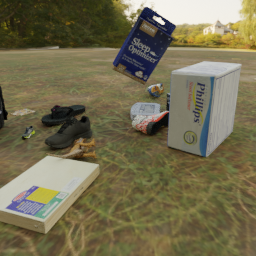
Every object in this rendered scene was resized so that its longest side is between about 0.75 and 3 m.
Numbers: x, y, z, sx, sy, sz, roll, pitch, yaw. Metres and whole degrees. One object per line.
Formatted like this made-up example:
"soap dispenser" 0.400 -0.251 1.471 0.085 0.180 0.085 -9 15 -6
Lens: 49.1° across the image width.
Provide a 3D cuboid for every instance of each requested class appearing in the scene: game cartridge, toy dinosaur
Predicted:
"game cartridge" 0.833 -0.772 13.353 1.400 0.437 2.102 -1 20 8
"toy dinosaur" -1.637 0.779 9.039 1.137 0.646 2.140 -9 7 7

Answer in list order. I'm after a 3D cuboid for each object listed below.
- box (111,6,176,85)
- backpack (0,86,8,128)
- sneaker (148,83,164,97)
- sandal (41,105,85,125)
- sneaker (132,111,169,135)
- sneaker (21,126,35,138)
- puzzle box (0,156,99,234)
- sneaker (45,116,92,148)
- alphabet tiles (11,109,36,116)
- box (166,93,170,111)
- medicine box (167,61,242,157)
"box" 0.737 -3.578 12.462 1.813 2.992 0.485 21 23 -26
"backpack" -5.786 -1.133 10.748 1.803 2.849 2.377 -6 22 -15
"sneaker" 1.540 -2.234 17.037 0.851 0.727 1.932 -5 11 25
"sandal" -3.021 -0.805 13.000 1.049 0.668 2.792 9 22 22
"sneaker" 1.015 -0.352 11.777 1.083 0.675 2.021 16 29 31
"sneaker" -3.922 0.158 10.903 0.305 0.334 0.826 2 21 5
"puzzle box" -2.098 1.531 7.209 1.781 0.340 2.678 8 22 19
"sneaker" -2.181 0.093 10.253 0.777 0.928 2.045 17 27 33
"alphabet tiles" -5.213 -0.768 13.816 0.829 0.037 0.992 15 25 34
"box" 2.569 -1.024 13.052 0.905 1.043 1.578 -9 22 -23
"medicine box" 2.810 -0.849 10.173 1.543 2.731 2.998 14 25 33
